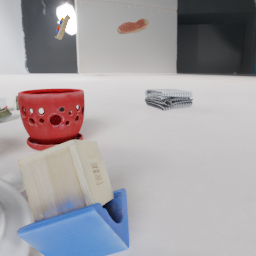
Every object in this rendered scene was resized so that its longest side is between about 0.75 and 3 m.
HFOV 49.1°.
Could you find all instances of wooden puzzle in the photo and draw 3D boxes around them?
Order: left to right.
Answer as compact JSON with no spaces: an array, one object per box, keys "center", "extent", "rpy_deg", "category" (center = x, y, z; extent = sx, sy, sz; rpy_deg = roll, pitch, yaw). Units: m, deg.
[{"center":[-2.769,-4.262,11.784],"extent":[0.247,1.066,0.987],"rpy_deg":[29,9,-9],"category":"wooden puzzle"}]

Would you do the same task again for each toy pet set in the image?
[{"center":[-1.326,1.221,3.916],"extent":[2.540,1.444,2.720],"rpy_deg":[-20,-7,11],"category":"toy pet set"}]

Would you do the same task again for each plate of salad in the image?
[{"center":[-2.384,1.409,3.421],"extent":[2.329,0.559,2.329],"rpy_deg":[10,33,-7],"category":"plate of salad"}]

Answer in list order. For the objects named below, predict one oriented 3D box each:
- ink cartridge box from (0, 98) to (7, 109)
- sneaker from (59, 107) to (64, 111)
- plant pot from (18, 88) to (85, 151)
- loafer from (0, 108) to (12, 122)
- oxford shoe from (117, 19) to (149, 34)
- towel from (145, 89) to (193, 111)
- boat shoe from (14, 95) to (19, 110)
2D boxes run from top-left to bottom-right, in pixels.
[{"center":[-6.276,-1.048,13.287],"extent":[0.973,0.707,0.406],"rpy_deg":[-8,16,-29],"category":"ink cartridge box"},{"center":[-3.330,-1.237,14.142],"extent":[0.840,0.653,1.866],"rpy_deg":[-16,19,-38],"category":"sneaker"},{"center":[-2.197,-0.281,8.242],"extent":[1.857,1.691,1.857],"rpy_deg":[0,15,0],"category":"plant pot"},{"center":[-6.131,-0.659,11.269],"extent":[2.693,0.938,1.013],"rpy_deg":[-3,14,-12],"category":"loafer"},{"center":[0.210,-4.416,12.544],"extent":[1.501,0.531,0.554],"rpy_deg":[-17,-14,-14],"category":"oxford shoe"},{"center":[2.148,-1.552,14.895],"extent":[1.867,0.965,2.255],"rpy_deg":[-4,13,-21],"category":"towel"},{"center":[-5.681,-1.330,14.699],"extent":[0.509,0.609,1.705],"rpy_deg":[-5,21,-17],"category":"boat shoe"}]
